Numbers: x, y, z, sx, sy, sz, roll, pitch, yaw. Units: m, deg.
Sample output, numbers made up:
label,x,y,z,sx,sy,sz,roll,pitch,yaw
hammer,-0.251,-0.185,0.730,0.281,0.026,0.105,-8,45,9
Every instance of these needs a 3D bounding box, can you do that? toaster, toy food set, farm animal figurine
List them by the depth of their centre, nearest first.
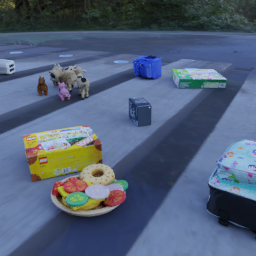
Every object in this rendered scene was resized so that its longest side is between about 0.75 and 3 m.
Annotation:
label,x,y,z,sx,sy,sz,roll,pitch,yaw
toy food set,-0.760,1.245,5.662,1.540,0.375,1.524,-10,23,-34
farm animal figurine,-2.748,-2.267,12.630,2.612,1.362,2.584,5,24,11
toaster,-7.200,-3.538,16.303,0.894,0.786,1.384,3,23,2

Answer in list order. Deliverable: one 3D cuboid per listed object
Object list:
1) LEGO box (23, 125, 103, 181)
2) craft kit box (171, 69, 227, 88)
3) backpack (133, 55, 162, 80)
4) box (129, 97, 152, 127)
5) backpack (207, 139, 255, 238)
label,x,y,z,sx,sy,sz,roll,pitch,yaw
LEGO box,-1.637,0.562,7.004,1.720,0.664,1.281,-10,25,-22
craft kit box,3.559,-2.564,14.425,2.320,0.563,2.292,0,21,-1
backpack,0.945,-3.348,15.345,1.477,1.200,1.240,22,34,39
box,0.402,-0.570,9.537,0.522,0.724,0.976,-8,24,-16
backpack,2.446,0.992,5.310,1.582,1.341,1.782,13,24,33
